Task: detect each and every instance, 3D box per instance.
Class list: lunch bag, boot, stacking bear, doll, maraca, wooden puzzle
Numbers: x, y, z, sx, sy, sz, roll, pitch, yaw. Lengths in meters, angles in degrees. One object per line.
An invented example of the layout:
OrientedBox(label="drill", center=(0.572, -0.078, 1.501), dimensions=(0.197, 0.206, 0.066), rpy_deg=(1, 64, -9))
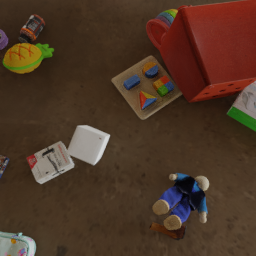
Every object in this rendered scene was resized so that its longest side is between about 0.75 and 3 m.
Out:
OrientedBox(label="lunch bag", center=(-4.104, 4.173, 8.847), dimensions=(2.252, 0.868, 1.806), rpy_deg=(9, 67, 3))
OrientedBox(label="boot", center=(1.298, 3.247, 9.123), dimensions=(1.067, 1.004, 0.365), rpy_deg=(22, 59, 1))
OrientedBox(label="stacking bear", center=(1.946, -4.522, 12.031), dimensions=(2.145, 1.302, 1.220), rpy_deg=(-37, 73, -21))
OrientedBox(label="doll", center=(1.912, 2.269, 9.035), dimensions=(1.835, 0.652, 2.690), rpy_deg=(51, 38, 13))
OrientedBox(label="maraca", center=(-4.057, -2.931, 11.432), dimensions=(2.064, 1.104, 1.415), rpy_deg=(-32, 57, -25))
OrientedBox(label="wooden puzzle", center=(0.765, -1.745, 11.258), dimensions=(2.100, 0.525, 2.267), rpy_deg=(-34, 73, -12))

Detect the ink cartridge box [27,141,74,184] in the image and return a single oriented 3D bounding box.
OrientedBox(label="ink cartridge box", center=(-2.777, 1.237, 10.112), dimensions=(1.356, 0.568, 0.979), rpy_deg=(-27, 72, -10))

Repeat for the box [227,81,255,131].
OrientedBox(label="box", center=(5.039, -0.790, 10.735), dimensions=(1.778, 0.860, 1.569), rpy_deg=(35, 75, 13))

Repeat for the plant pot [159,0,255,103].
OrientedBox(label="plant pot", center=(3.140, -2.559, 10.371), dimensions=(2.971, 2.973, 2.620), rpy_deg=(-10, 81, -9))

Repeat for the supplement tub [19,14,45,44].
OrientedBox(label="supplement tub", center=(-4.188, -4.233, 12.117), dimensions=(0.684, 0.684, 1.279), rpy_deg=(23, 71, 8))

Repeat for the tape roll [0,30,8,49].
OrientedBox(label="tape roll", center=(-5.690, -3.840, 12.138), dimensions=(0.851, 0.361, 0.851), rpy_deg=(0, 69, 0))

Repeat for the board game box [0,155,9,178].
OrientedBox(label="board game box", center=(-5.540, 1.401, 10.169), dimensions=(1.982, 0.343, 1.343), rpy_deg=(18, 70, 7))

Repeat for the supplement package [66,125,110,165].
OrientedBox(label="supplement package", center=(-1.301, 0.528, 9.567), dimensions=(0.995, 1.695, 0.991), rpy_deg=(23, 91, 0))
